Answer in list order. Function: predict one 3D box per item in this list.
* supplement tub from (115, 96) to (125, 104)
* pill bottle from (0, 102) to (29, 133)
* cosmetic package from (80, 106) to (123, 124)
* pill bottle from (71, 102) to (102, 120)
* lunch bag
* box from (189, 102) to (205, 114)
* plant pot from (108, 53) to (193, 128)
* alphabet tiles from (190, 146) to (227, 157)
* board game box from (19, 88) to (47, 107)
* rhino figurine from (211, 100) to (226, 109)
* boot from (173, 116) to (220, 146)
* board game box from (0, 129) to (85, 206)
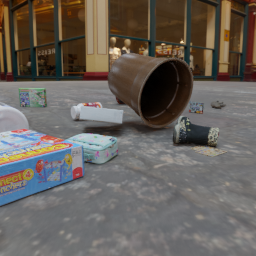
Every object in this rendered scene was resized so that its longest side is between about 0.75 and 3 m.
[{"bbox_3d":[0.493,-2.171,18.129,2.426,1.298,1.298,4,13,18],"label":"supplement tub"},{"bbox_3d":[-4.033,-0.127,8.642,1.333,1.333,2.344,-8,15,-34],"label":"pill bottle"},{"bbox_3d":[-0.983,-0.460,10.459,1.463,0.501,1.940,8,0,-5],"label":"cosmetic package"},{"bbox_3d":[-1.901,-0.772,12.930,1.340,0.757,0.757,-8,15,-34],"label":"pill bottle"},{"bbox_3d":[-0.994,0.525,7.550,1.365,0.526,1.095,6,14,26],"label":"lunch bag"},{"bbox_3d":[3.618,-1.074,14.760,0.167,0.574,0.839,-12,17,-43],"label":"box"},{"bbox_3d":[0.703,-1.727,11.034,2.641,2.641,2.614,-9,29,-35],"label":"plant pot"},{"bbox_3d":[2.283,0.656,8.116,0.739,0.033,0.884,-10,16,-38],"label":"alphabet tiles"},{"bbox_3d":[-5.772,-1.846,16.987,1.682,1.132,0.245,3,13,11],"label":"board game box"},{"bbox_3d":[5.329,-1.341,16.456,0.539,0.368,1.232,-16,18,-14],"label":"rhino figurine"},{"bbox_3d":[2.272,0.110,9.217,1.389,0.664,1.840,7,19,17],"label":"boot"},{"bbox_3d":[-2.750,0.740,6.049,2.551,0.728,2.605,10,16,40],"label":"board game box"}]
